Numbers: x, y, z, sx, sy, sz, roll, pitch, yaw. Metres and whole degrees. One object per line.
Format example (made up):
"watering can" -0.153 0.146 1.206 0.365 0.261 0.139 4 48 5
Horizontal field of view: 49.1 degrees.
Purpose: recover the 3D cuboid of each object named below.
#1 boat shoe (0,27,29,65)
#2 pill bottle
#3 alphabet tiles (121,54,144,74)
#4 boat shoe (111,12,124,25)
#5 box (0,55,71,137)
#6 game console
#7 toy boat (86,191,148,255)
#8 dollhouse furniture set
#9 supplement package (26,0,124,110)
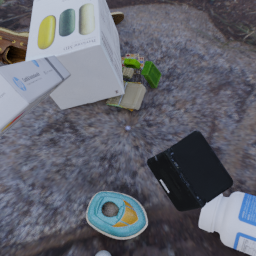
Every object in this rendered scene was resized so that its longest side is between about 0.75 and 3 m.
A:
"boat shoe" -3.976 -2.615 9.171 2.783 1.002 0.940 5 56 0
"pill bottle" 2.708 2.079 5.989 2.172 1.219 1.219 15 58 26
"alphabet tiles" 0.151 -2.173 9.466 0.779 0.030 0.936 0 58 0
"boat shoe" -0.833 -4.060 10.367 1.398 0.498 0.451 -18 60 -10
"box" -2.071 -0.190 4.430 2.167 2.779 0.572 -38 106 10
"game console" 1.092 0.811 5.115 0.680 1.027 1.168 -31 86 -37
"toy boat" -0.326 2.258 6.254 1.448 0.800 1.722 13 59 7
"dollhouse furniture set" 0.187 -1.222 8.690 1.068 0.818 1.631 14 77 30
"supplement package" -1.434 -2.365 8.158 2.051 2.036 2.702 -13 58 10
